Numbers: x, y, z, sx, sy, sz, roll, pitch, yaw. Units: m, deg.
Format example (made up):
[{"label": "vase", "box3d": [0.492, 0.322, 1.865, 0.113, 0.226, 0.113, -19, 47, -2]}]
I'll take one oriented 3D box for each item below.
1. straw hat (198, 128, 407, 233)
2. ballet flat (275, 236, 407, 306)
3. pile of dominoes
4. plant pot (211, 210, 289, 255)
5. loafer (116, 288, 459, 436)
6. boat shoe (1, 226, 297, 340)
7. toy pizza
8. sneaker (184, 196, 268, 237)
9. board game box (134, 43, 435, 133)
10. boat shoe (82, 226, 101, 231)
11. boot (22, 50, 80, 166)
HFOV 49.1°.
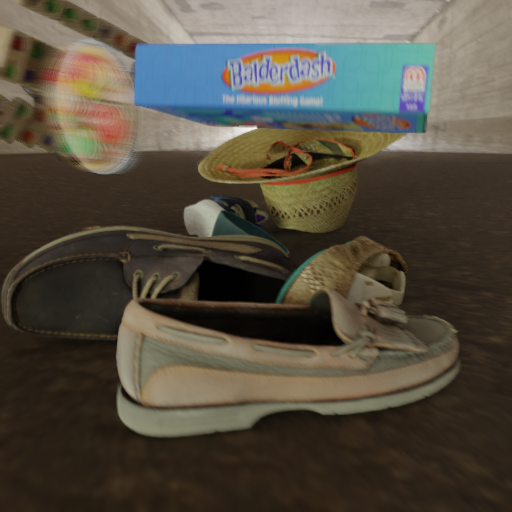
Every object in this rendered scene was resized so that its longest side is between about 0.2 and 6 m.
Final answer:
[{"label": "straw hat", "box3d": [1.133, -1.524, 11.790, 4.666, 1.975, 4.666, -12, 24, 5]}, {"label": "ballet flat", "box3d": [1.113, 0.351, 6.164, 0.931, 1.006, 2.852, 17, 22, 21]}, {"label": "pile of dominoes", "box3d": [-2.826, -2.647, 8.862, 0.471, 2.305, 2.957, 28, 13, 29]}, {"label": "plant pot", "box3d": [-0.204, -0.027, 7.789, 1.108, 0.746, 1.108, 31, 10, -6]}, {"label": "loafer", "box3d": [0.405, 0.700, 4.553, 3.022, 0.950, 1.086, -5, 14, -20]}, {"label": "boat shoe", "box3d": [-0.921, 0.310, 5.803, 3.169, 1.180, 1.162, -7, 15, -22]}, {"label": "toy pizza", "box3d": [-2.170, -1.903, 7.284, 1.705, 1.705, 0.270, 10, 22, 37]}, {"label": "sneaker", "box3d": [-0.372, -0.745, 10.846, 1.583, 0.871, 2.162, -11, 11, -23]}, {"label": "board game box", "box3d": [0.491, -1.964, 6.791, 3.143, 0.707, 2.390, 6, 8, 15]}, {"label": "boat shoe", "box3d": [-2.342, -0.191, 9.110, 0.656, 0.658, 1.823, -9, 9, -27]}, {"label": "boot", "box3d": [-3.878, -2.903, 10.936, 1.436, 1.106, 2.962, -3, 57, 7]}]
